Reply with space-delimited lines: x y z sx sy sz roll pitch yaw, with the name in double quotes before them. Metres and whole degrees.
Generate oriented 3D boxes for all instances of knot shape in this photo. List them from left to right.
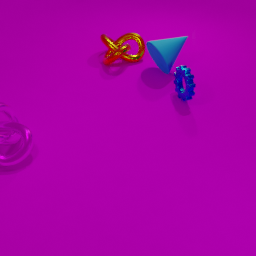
"knot shape" -3.252 0.219 7.282 1.706 0.842 1.823 40 34 9
"knot shape" -0.395 -3.217 11.112 1.876 0.867 1.755 -30 52 -26

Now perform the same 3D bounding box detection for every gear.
"gear" 1.805 -1.430 9.022 0.210 1.133 1.133 -12 45 -13

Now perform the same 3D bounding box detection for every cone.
"cone" 1.620 -2.924 10.158 1.382 1.377 1.377 -36 50 -2
